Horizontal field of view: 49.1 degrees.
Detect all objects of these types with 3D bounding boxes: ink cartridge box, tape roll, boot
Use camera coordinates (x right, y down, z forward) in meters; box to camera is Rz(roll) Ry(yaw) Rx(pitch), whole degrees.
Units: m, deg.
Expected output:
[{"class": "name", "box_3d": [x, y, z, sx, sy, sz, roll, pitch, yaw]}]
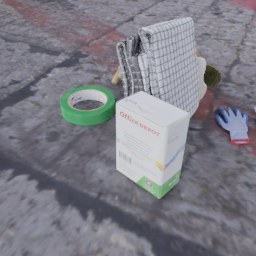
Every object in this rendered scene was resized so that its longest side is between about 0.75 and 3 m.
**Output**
[{"class": "ink cartridge box", "box_3d": [0.480, 0.354, 6.256, 1.412, 1.944, 0.851, 29, 45, 35]}, {"class": "tape roll", "box_3d": [-1.261, -0.742, 8.891, 1.703, 0.409, 1.703, 0, 39, 0]}, {"class": "boot", "box_3d": [2.657, -2.569, 10.911, 1.944, 0.734, 2.220, 23, 33, 1]}]

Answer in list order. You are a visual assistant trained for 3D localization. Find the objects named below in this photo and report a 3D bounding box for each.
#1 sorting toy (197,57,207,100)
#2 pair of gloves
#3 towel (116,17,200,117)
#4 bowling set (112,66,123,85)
[{"class": "sorting toy", "box_3d": [1.659, -1.828, 8.852, 1.915, 1.724, 1.023, 41, 58, 17]}, {"class": "pair of gloves", "box_3d": [3.679, -0.110, 8.195, 2.061, 0.235, 1.657, -1, 42, 3]}, {"class": "towel", "box_3d": [0.853, -1.301, 7.485, 1.241, 2.901, 2.402, 5, 29, 36]}, {"class": "bowling set", "box_3d": [0.341, -1.929, 9.767, 1.328, 1.907, 1.024, 30, 73, -17]}]
